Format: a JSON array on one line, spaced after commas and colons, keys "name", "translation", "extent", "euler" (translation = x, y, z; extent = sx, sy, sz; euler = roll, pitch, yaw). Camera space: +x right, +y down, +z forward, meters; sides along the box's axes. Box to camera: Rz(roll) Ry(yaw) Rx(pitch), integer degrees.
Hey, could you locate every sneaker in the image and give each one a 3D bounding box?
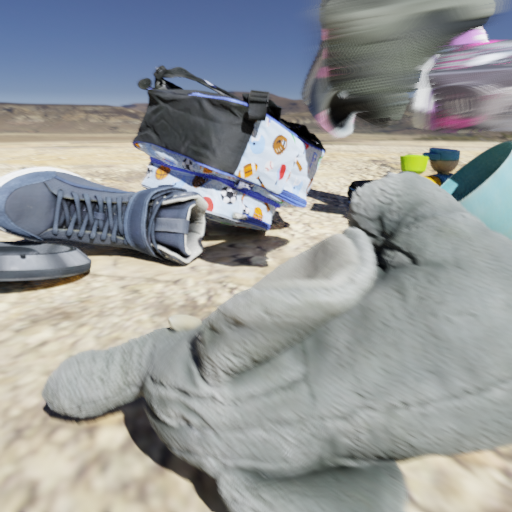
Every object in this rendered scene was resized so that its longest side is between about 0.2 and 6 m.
[{"name": "sneaker", "translation": [-1.986, -0.560, 7.734], "extent": [2.064, 1.086, 2.856], "euler": [13, 7, 43]}, {"name": "sneaker", "translation": [3.818, -3.601, 9.677], "extent": [1.668, 2.925, 1.060], "euler": [14, 22, 29]}, {"name": "sneaker", "translation": [1.308, -1.801, 4.943], "extent": [1.821, 1.043, 0.696], "euler": [-26, 47, -28]}, {"name": "sneaker", "translation": [1.355, -2.787, 7.781], "extent": [0.901, 2.568, 1.053], "euler": [-15, 59, -14]}, {"name": "sneaker", "translation": [2.698, -1.420, 12.108], "extent": [1.396, 0.912, 2.495], "euler": [5, 16, 14]}]

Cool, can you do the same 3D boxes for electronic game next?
[{"name": "electronic game", "translation": [-3.148, 0.088, 7.104], "extent": [2.037, 0.424, 2.037], "euler": [2, 7, 0]}]

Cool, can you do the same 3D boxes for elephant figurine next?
[{"name": "elephant figurine", "translation": [0.252, 0.692, 3.032], "extent": [2.563, 1.989, 1.814], "euler": [-18, 63, -22]}]

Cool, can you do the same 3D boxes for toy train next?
[{"name": "toy train", "translation": [2.634, -1.077, 9.618], "extent": [2.542, 1.471, 1.076], "euler": [-11, 17, -37]}]

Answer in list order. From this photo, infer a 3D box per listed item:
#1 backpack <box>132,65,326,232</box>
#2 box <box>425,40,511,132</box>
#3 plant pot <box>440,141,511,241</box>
[{"name": "backpack", "translation": [-0.335, -1.665, 9.711], "extent": [2.927, 2.367, 3.073], "euler": [5, 18, -46]}, {"name": "box", "translation": [3.556, -2.533, 8.447], "extent": [1.636, 1.081, 0.938], "euler": [11, 50, 39]}, {"name": "plant pot", "translation": [3.650, -0.798, 8.754], "extent": [1.679, 1.131, 1.679], "euler": [-44, 6, 6]}]
